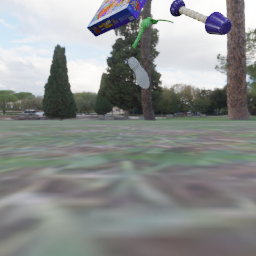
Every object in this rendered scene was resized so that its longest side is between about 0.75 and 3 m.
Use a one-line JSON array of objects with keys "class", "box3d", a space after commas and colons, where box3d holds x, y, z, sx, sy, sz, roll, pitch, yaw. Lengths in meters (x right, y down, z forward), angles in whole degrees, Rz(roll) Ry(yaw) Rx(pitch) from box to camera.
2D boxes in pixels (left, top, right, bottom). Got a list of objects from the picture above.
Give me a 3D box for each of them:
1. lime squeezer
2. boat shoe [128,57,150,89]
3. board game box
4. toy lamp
[{"class": "lime squeezer", "box3d": [0.914, -3.811, 10.488, 2.047, 0.723, 0.386, -36, 23, -17]}, {"class": "boat shoe", "box3d": [0.442, -2.108, 10.766, 0.482, 1.305, 0.394, -33, 1, 16]}, {"class": "board game box", "box3d": [-0.236, -3.014, 7.056, 1.649, 1.109, 0.369, -1, -32, 49]}, {"class": "toy lamp", "box3d": [2.133, -3.312, 8.334, 0.666, 0.666, 2.288, -1, 36, -33]}]
